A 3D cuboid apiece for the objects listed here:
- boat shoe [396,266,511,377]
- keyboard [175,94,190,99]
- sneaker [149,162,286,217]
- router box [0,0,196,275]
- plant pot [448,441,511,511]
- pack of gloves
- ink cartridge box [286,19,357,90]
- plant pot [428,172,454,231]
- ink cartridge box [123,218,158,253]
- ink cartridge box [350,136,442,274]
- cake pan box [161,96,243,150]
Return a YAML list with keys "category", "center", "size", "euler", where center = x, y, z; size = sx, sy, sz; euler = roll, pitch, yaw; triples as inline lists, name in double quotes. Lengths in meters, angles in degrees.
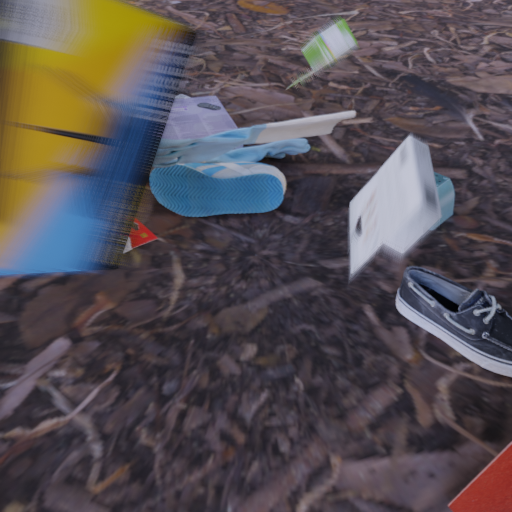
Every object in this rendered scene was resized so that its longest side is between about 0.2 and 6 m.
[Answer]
- category: "boat shoe"
  center: [3.043, 0.844, 7.837]
  size: [0.827, 0.781, 2.305]
  euler: [-31, 48, -33]
- category: "keyboard"
  center: [-2.643, -2.667, 12.697]
  size: [1.306, 0.247, 4.641]
  euler: [22, 44, 25]
- category: "sneaker"
  center: [-0.719, -1.303, 10.547]
  size: [2.565, 0.981, 1.036]
  euler: [6, 21, 7]
- category: "router box"
  center: [-2.366, -1.408, 6.575]
  size: [0.860, 3.366, 2.511]
  euler: [36, 24, 33]
- category: "plant pot"
  center: [3.598, 2.264, 5.096]
  size: [2.276, 2.274, 2.006]
  euler: [-20, 54, -24]
- category: "pack of gloves"
  center: [-0.467, -1.721, 10.420]
  size: [3.853, 0.760, 3.237]
  euler: [-11, 3, -12]
- category: "ink cartridge box"
  center: [1.026, -3.542, 9.929]
  size: [1.272, 0.482, 0.940]
  euler: [-33, 11, -3]
- category: "plant pot"
  center: [3.153, -1.091, 10.268]
  size: [0.784, 0.799, 0.782]
  euler: [31, 49, 33]
- category: "ink cartridge box"
  center: [-2.536, -0.483, 9.923]
  size: [1.095, 0.278, 1.243]
  euler: [-28, 46, -29]
- category: "ink cartridge box"
  center: [1.302, -0.459, 5.432]
  size: [0.252, 1.006, 1.159]
  euler: [25, 41, -14]
- category: "cake pan box"
  center: [-1.623, -2.818, 12.450]
  size: [2.223, 0.581, 2.047]
  euler: [-11, 42, -19]
